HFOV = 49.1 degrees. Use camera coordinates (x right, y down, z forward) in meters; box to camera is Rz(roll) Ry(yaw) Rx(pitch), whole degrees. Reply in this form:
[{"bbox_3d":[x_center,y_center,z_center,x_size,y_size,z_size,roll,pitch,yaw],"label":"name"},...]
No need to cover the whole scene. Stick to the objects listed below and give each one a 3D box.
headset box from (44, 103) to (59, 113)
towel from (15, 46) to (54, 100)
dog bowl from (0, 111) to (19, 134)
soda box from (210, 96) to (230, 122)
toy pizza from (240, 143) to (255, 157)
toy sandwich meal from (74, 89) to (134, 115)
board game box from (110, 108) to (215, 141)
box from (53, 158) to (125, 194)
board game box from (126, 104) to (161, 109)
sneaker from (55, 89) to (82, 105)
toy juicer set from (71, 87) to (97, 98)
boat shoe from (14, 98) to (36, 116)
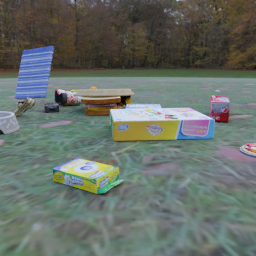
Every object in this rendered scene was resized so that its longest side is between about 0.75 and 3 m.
[{"bbox_3d":[-3.276,-0.867,12.038,0.613,0.310,0.825,-4,13,-15],"label":"headset box"},{"bbox_3d":[-4.067,-2.402,12.244,1.733,2.393,0.285,-1,-13,24],"label":"towel"},{"bbox_3d":[-4.191,-0.153,8.455,1.674,0.491,1.674,0,13,0],"label":"dog bowl"},{"bbox_3d":[3.447,-0.762,10.600,0.657,0.726,2.073,4,13,17],"label":"soda box"},{"bbox_3d":[3.076,0.480,6.355,0.995,0.158,0.995,0,13,0],"label":"toy pizza"},{"bbox_3d":[-1.008,-1.185,12.211,2.918,0.999,2.918,-1,9,0],"label":"toy sandwich meal"},{"bbox_3d":[0.856,-0.161,8.309,2.712,0.547,2.075,-1,13,-6],"label":"board game box"},{"bbox_3d":[-0.654,0.797,4.725,1.100,0.266,0.646,9,16,30],"label":"box"},{"bbox_3d":[0.604,-0.650,10.894,1.380,0.386,1.352,1,13,3],"label":"board game box"},{"bbox_3d":[-3.038,-1.558,14.363,1.135,0.707,2.118,0,11,-27],"label":"sneaker"},{"bbox_3d":[-1.981,-1.847,15.344,2.894,0.787,1.841,3,13,11],"label":"toy juicer set"},{"bbox_3d":[-4.040,-0.855,10.663,1.165,0.417,0.444,-29,-47,27],"label":"boat shoe"}]
